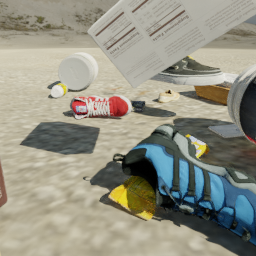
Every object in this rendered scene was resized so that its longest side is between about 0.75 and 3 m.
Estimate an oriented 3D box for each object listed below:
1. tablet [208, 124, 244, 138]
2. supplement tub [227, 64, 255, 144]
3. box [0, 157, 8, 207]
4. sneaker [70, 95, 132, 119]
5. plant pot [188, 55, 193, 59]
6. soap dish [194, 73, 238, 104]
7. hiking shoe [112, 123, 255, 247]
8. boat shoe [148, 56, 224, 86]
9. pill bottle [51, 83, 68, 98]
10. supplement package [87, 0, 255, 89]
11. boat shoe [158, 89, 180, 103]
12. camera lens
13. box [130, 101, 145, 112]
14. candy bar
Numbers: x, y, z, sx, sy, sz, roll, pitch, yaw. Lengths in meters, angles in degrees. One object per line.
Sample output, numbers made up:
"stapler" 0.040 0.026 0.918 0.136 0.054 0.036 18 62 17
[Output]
"tablet" 2.928 0.047 7.621 1.240 0.085 0.807 -6 20 -16
"supplement tub" 3.469 -0.280 5.584 2.027 2.027 2.888 -2 19 -7
"box" -3.201 0.502 3.295 2.078 2.057 2.505 6 20 17
"sneaker" -0.932 -0.637 8.602 2.028 0.722 1.140 7 15 41
"plant pot" 3.050 -3.292 15.691 1.259 1.259 1.185 11 38 28
"soap dish" 3.899 -1.556 10.959 1.774 0.916 2.255 -9 22 -25
"hiking shoe" 0.915 0.936 3.863 1.078 0.925 2.486 -30 43 -24
"boat shoe" 1.373 -1.784 8.197 2.871 0.813 0.985 14 26 33
"pill bottle" -2.838 -1.534 11.524 0.504 0.504 0.897 2 19 5
"supplement package" 0.668 -1.727 3.929 1.939 1.075 1.510 -26 25 35
"boat shoe" 1.633 -1.299 10.952 0.460 0.432 1.249 15 24 36
"camera lens" -2.276 -2.664 13.066 1.599 1.599 1.999 1 19 3
"box" 0.094 -0.772 9.742 0.964 0.237 0.777 3 18 9
"candy bar" 0.792 0.724 5.233 0.729 0.324 2.925 25 29 25
